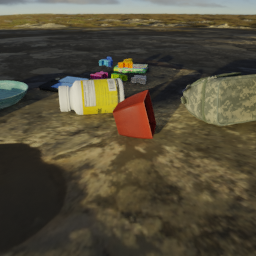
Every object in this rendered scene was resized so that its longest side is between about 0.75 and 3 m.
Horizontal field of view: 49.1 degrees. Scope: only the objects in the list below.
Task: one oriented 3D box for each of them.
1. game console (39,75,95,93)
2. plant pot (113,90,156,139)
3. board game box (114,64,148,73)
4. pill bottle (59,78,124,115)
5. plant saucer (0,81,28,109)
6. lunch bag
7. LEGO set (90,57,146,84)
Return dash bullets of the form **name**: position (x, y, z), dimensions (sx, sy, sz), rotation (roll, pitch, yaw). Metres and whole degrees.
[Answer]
- **game console**: position (-2.714, -2.009, 12.876), dimensions (2.094, 0.325, 1.852), rotation (11, 26, 24)
- **plant pot**: position (0.187, -0.349, 8.361), dimensions (1.018, 1.155, 1.154), rotation (-10, 22, 16)
- **board game box**: position (0.188, -3.443, 16.128), dimensions (1.784, 0.260, 1.201), rotation (4, 24, 9)
- **pill bottle**: position (-1.265, -1.085, 9.744), dimensions (2.153, 1.198, 1.198), rotation (-4, 25, -9)
- **plant saucer**: position (-5.377, -1.253, 10.958), dimensions (2.879, 0.517, 2.879), rotation (1, 24, 0)
- **lunch bag**: position (3.160, -1.014, 9.327), dimensions (2.230, 1.554, 1.871), rotation (-10, 12, -21)
- **LEGO set**: position (-0.352, -3.007, 14.163), dimensions (2.882, 1.099, 1.183), rotation (9, 26, 16)
